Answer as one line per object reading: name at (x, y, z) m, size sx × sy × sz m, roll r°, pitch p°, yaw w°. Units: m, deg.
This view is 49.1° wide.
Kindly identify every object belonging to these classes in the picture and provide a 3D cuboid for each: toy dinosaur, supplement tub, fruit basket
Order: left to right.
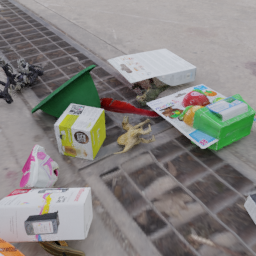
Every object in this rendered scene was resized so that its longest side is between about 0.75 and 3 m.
supplement tub at (-2.586, 2.990, 4.066) m, size 1.555 × 1.555 × 2.537 m, roll 18°, pitch 43°, yaw 21°
toy dinosaur at (0.194, 0.290, 8.204) m, size 1.127 × 0.649 × 2.229 m, roll -16°, pitch 25°, yaw 10°
toy dinosaur at (0.824, -1.493, 10.479) m, size 1.039 × 0.560 × 2.359 m, roll 40°, pitch 48°, yaw 17°
fruit basket at (2.357, -0.612, 8.718) m, size 2.532 × 1.281 × 2.734 m, roll -20°, pitch 45°, yaw -23°

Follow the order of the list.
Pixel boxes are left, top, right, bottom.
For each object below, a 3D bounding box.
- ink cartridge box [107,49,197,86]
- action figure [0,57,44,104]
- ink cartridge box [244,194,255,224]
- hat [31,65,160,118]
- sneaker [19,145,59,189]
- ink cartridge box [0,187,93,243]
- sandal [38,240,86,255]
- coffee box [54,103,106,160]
ink cartridge box at (0.901, -2.302, 11.149) m, size 2.833 × 0.670 × 2.268 m, roll -17°, pitch 40°, yaw -20°
action figure at (-4.239, -1.999, 10.500) m, size 1.571 × 1.349 × 2.643 m, roll 3°, pitch 39°, yaw 21°
ink cartridge box at (4.090, 2.231, 5.857) m, size 2.295 × 0.546 × 2.322 m, roll -7°, pitch 37°, yaw -9°
hat at (-1.239, -0.348, 9.199) m, size 2.994 × 2.636 × 2.480 m, roll -25°, pitch 17°, yaw 46°
sneaker at (-2.188, 1.051, 7.106) m, size 0.809 × 0.746 × 1.835 m, roll 26°, pitch 12°, yaw -21°
ink cartridge box at (-1.685, 1.751, 5.826) m, size 1.759 × 0.753 × 1.299 m, roll -3°, pitch 2°, yaw -2°
sandal at (-1.322, 2.429, 5.694) m, size 1.009 × 0.405 × 0.272 m, roll 11°, pitch 41°, yaw 7°
coffee box at (-1.318, 0.103, 8.028) m, size 1.073 × 1.083 × 1.085 m, roll 10°, pitch 39°, yaw 13°
